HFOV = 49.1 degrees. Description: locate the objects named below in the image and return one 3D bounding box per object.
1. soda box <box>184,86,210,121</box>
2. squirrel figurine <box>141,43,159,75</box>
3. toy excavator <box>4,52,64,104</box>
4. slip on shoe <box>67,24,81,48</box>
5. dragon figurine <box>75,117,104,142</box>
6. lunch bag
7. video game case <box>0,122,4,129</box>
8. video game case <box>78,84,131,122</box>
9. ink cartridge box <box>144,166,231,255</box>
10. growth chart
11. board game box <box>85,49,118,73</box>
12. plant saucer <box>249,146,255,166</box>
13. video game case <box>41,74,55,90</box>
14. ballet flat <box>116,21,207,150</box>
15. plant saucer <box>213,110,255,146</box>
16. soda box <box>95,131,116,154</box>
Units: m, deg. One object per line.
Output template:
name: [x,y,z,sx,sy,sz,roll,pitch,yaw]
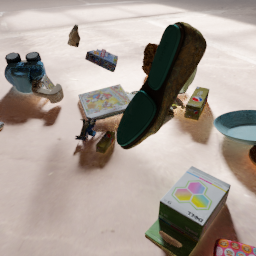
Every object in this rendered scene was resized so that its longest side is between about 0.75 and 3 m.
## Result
soda box: [2.857,-1.039,11.537,0.590,0.625,1.844,15,37,21]
squirrel figurine: [1.646,-3.573,13.924,2.230,2.081,1.578,18,38,24]
toy excavator: [-4.260,-2.099,12.683,2.788,1.432,2.868,-4,47,-3]
slip on shoe: [-2.235,-3.867,11.919,0.484,1.596,0.607,30,72,-12]
dragon figurine: [-1.408,0.017,10.158,0.450,0.760,1.529,13,18,21]
lunch bag: [2.322,2.922,6.032,0.986,0.404,0.868,9,40,14]
video game case: [-5.806,-0.025,10.478,1.835,0.165,1.314,15,38,20]
video game case: [-0.945,-1.101,11.757,1.974,0.248,2.169,-16,37,-11]
ink cartridge box: [1.542,2.017,7.063,1.182,0.675,2.277,25,42,32]
growth chart: [0.945,-1.207,12.126,2.737,0.243,1.981,-4,35,-5]
board game box: [-1.101,-3.000,11.894,1.321,0.408,1.322,18,37,-10]
plant saucer: [4.542,1.012,8.894,1.379,0.258,1.379,0,35,0]
video game case: [-3.616,-1.984,12.801,0.094,0.820,0.746,-25,31,16]
ballet flat: [0.718,-0.689,5.891,1.043,2.952,1.043,20,26,-11]
plant saucer: [4.372,0.053,9.809,2.659,0.512,2.659,-5,23,2]
soda box: [-0.761,0.481,9.620,0.319,0.302,0.942,12,37,19]
